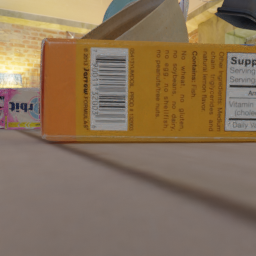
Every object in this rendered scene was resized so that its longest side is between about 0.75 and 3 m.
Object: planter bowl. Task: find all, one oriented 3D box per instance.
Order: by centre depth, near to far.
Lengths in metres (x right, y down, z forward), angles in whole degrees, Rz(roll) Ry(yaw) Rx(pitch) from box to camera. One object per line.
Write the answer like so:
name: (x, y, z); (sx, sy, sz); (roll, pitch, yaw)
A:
planter bowl: (0.068, -1.193, 5.773); (2.854, 1.921, 2.854); (-27, 27, 15)

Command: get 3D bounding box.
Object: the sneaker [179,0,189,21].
sneaker: (1.124, -2.768, 6.940); (0.690, 0.438, 1.210); (12, -17, 5)

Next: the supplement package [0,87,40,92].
supplement package: (-2.889, -0.565, 8.300); (1.992, 1.105, 1.551); (-1, 1, -7)

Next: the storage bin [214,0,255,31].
storage bin: (2.057, -2.180, 4.845); (1.076, 0.722, 0.783); (1, 20, -45)

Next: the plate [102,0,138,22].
plate: (0.455, -3.018, 8.851); (2.747, 2.747, 0.351); (0, 17, 9)

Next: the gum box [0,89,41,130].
gum box: (-2.396, -0.429, 6.790); (0.526, 0.903, 1.591); (1, 1, 36)

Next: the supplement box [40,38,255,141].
supplement box: (0.536, -0.292, 2.524); (2.454, 0.844, 0.817); (2, 3, -5)
